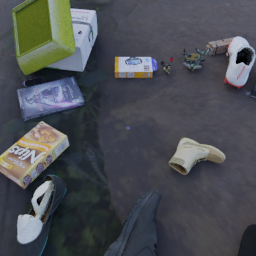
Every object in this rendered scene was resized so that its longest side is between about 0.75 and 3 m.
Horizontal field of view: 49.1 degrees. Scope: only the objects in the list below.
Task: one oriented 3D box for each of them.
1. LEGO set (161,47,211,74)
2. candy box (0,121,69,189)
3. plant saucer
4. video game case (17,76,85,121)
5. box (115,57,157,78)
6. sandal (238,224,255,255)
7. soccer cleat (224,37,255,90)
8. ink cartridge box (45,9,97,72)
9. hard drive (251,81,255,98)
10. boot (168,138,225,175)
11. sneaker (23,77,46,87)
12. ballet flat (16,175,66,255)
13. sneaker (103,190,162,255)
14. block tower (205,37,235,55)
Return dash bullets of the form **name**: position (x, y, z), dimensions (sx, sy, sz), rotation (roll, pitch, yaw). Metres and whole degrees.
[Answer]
- **LEGO set**: position (2.209, -2.457, 10.525), dimensions (1.915, 0.543, 1.244), rotation (-9, 46, 9)
- **candy box**: position (-2.587, 0.688, 7.667), dimensions (1.009, 0.484, 1.749), rotation (27, 53, 22)
- **plant saucer**: position (-3.045, -3.398, 9.475), dimensions (2.571, 0.615, 2.567), rotation (-12, 82, 32)
- **video game case**: position (-2.601, -1.036, 9.384), dimensions (2.003, 0.190, 1.431), rotation (-16, 51, -15)
- **box**: position (0.289, -2.250, 10.366), dimensions (1.543, 0.320, 0.918), rotation (1, 49, -2)
- **sandal**: position (2.470, 3.088, 5.484), dimensions (1.050, 0.630, 2.797), rotation (19, 52, 16)
- **soccer cleat**: position (4.076, -2.584, 9.987), dimensions (0.957, 1.188, 2.789), rotation (23, 54, 4)
- **ink cartridge box**: position (-2.422, -3.523, 10.890), dimensions (1.981, 1.144, 2.713), rotation (6, 49, 3)
- **hard drive**: position (5.568, -1.306, 9.470), dimensions (2.384, 0.392, 1.664), rotation (22, 52, 18)
- **boot**: position (1.845, 0.868, 7.525), dimensions (1.302, 0.474, 1.012), rotation (23, 52, 20)
- **sneaker**: position (-3.296, -1.618, 9.815), dimensions (0.797, 0.302, 0.349), rotation (-16, 13, -36)
- **ballet flat**: position (-2.085, 1.981, 6.376), dimensions (0.721, 0.725, 2.120), rotation (-5, 46, 21)
- **sneaker**: position (0.255, 2.430, 6.050), dimensions (1.052, 0.881, 2.319), rotation (28, 61, 10)
- **block tower**: position (3.849, -3.285, 11.210), dimensions (1.406, 0.380, 0.407), rotation (-16, 52, -13)
